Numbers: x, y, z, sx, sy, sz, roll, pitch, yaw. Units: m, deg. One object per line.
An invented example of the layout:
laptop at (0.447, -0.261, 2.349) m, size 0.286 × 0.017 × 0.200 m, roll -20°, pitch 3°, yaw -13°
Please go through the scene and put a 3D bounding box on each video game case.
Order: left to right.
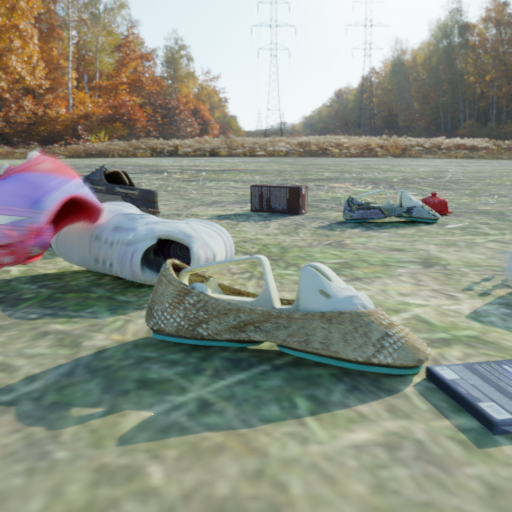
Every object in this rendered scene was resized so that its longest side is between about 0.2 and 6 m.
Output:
video game case at (2.130, 1.022, 4.284) m, size 1.328 × 0.126 × 0.949 m, roll -1°, pitch 12°, yaw -11°

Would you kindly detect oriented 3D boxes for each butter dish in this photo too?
butter dish at (4.411, -1.308, 13.949) m, size 0.761 × 0.563 × 0.759 m, roll -5°, pitch 13°, yaw -22°

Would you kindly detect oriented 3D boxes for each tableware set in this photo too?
tableware set at (-2.526, -0.532, 10.413) m, size 3.637 × 0.558 × 2.450 m, roll 7°, pitch 14°, yaw 32°

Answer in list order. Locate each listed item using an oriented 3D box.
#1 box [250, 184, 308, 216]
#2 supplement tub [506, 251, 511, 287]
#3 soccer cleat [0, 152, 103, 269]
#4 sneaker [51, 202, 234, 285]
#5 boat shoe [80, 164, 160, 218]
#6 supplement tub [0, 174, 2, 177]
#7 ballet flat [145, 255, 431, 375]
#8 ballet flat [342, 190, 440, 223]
box at (0.576, -1.452, 14.232) m, size 1.442 × 0.722 × 0.540 m, roll 7°, pitch 14°, yaw 29°
supplement tub at (3.688, 0.196, 6.766) m, size 0.689 × 0.689 × 1.045 m, roll -9°, pitch 17°, yaw -35°
soccer cleat at (-3.227, -0.176, 6.632) m, size 1.226 × 1.070 × 3.207 m, roll 35°, pitch 44°, yaw 6°
sneaker at (-1.720, -0.179, 7.619) m, size 2.694 × 1.009 × 1.342 m, roll 3°, pitch 11°, yaw 16°
boat shoe at (-2.859, -1.253, 11.099) m, size 2.785 × 1.021 × 1.037 m, roll 23°, pitch 9°, yaw 30°
supplement tub at (-4.711, -0.968, 10.554) m, size 1.120 × 1.120 × 1.829 m, roll 6°, pitch 28°, yaw 26°
ballet flat at (0.211, 0.450, 5.048) m, size 2.664 × 0.870 × 0.939 m, roll 5°, pitch 4°, yaw 15°
ballet flat at (3.078, -1.130, 12.682) m, size 2.207 × 0.794 × 0.794 m, roll 1°, pitch 12°, yaw 3°
